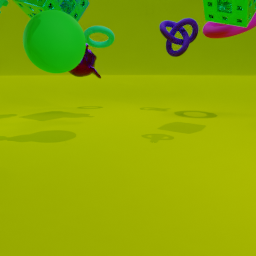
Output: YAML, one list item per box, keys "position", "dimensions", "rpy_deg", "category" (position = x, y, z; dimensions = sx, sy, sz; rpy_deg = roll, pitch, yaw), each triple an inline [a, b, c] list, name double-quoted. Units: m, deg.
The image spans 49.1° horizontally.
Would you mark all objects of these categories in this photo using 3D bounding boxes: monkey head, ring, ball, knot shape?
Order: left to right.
- position: [-1.597, -1.869, 6.140]
  dimensions: [1.328, 1.328, 1.328]
  rpy_deg: [0, 12, 0]
  category: "ball"
- position: [-1.650, -2.319, 9.555]
  dimensions: [1.736, 1.046, 1.249]
  rpy_deg: [16, -9, -7]
  category: "monkey head"
- position: [-1.184, -3.684, 11.403]
  dimensions: [1.286, 0.257, 1.286]
  rpy_deg: [0, -18, 0]
  category: "ring"
- position: [2.049, -3.624, 10.824]
  dimensions: [1.432, 1.530, 0.707]
  rpy_deg: [-24, -1, 3]
  category: "knot shape"
- position: [3.413, -3.455, 9.272]
  dimensions: [1.852, 0.370, 1.852]
  rpy_deg: [-17, 29, 10]
  category: "ring"

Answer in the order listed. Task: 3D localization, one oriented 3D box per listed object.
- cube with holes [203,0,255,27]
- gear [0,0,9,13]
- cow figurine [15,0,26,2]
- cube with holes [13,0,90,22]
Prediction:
- position: [2.458, -3.183, 6.494]
  dimensions: [1.044, 1.044, 1.044]
  rpy_deg: [24, -18, 31]
  category: "cube with holes"
- position: [-4.208, -3.861, 8.128]
  dimensions: [1.577, 0.292, 1.577]
  rpy_deg: [-39, -10, -8]
  category: "gear"
- position: [-2.307, -2.757, 5.064]
  dimensions: [1.151, 0.632, 1.132]
  rpy_deg: [-9, -10, 42]
  category: "cow figurine"
- position: [-2.327, -3.902, 8.597]
  dimensions: [1.371, 1.371, 1.371]
  rpy_deg: [25, -9, 27]
  category: "cube with holes"
